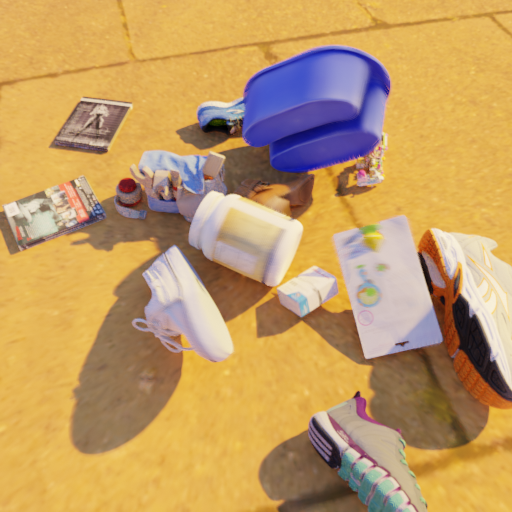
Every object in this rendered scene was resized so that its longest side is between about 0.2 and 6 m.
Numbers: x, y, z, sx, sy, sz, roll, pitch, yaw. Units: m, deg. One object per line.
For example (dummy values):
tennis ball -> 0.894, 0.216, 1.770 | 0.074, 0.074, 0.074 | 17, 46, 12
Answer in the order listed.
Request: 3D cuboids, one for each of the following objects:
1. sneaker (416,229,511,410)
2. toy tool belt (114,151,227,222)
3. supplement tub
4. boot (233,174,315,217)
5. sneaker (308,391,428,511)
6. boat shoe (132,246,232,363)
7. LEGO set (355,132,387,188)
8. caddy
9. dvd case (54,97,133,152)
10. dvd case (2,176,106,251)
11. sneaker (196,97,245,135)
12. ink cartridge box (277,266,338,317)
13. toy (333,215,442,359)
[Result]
sneaker -> 3.980, 0.859, 9.443 | 1.586, 1.305, 3.447 | -3, 53, -8
toy tool belt -> -1.762, -1.601, 11.234 | 2.345, 1.441, 1.464 | 4, 52, 3
supplement tub -> -0.191, -0.344, 10.230 | 1.794, 1.295, 1.295 | 24, 55, 10
boot -> 0.374, -1.337, 11.647 | 1.283, 0.634, 1.652 | 21, 52, 29
sneaker -> 1.956, 3.051, 7.871 | 1.167, 0.992, 2.667 | -27, 55, -26
boat shoe -> -1.388, 0.938, 9.206 | 1.261, 1.093, 2.958 | -36, 38, -1
LEGO set -> 2.397, -2.482, 12.365 | 0.958, 0.775, 2.082 | -11, 52, -8
caddy -> 1.164, -3.045, 11.476 | 3.152, 2.228, 1.655 | -10, 60, 34
dvd case -> -3.826, -3.157, 13.310 | 1.310, 0.141, 1.761 | 9, 52, 7
dvd case -> -4.145, -0.909, 11.491 | 1.779, 0.196, 1.299 | -24, 55, -19
sneaker -> -0.447, -3.173, 13.055 | 1.843, 0.724, 0.822 | -9, 59, 3
ink cartridge box -> 0.924, 0.626, 10.019 | 0.886, 0.380, 0.649 | -28, 33, -22
toy -> 2.261, 0.543, 9.767 | 1.298, 0.532, 2.254 | -15, 77, 10
